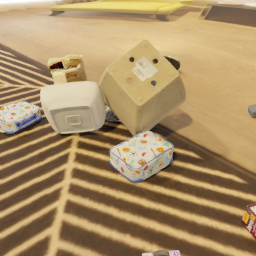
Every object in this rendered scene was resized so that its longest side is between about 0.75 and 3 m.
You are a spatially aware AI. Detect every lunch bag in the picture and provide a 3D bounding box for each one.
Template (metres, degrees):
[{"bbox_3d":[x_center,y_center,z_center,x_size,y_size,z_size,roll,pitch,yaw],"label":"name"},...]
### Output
[{"bbox_3d":[-4.686,-0.444,11.792,1.498,0.706,1.869,20,37,25],"label":"lunch bag"},{"bbox_3d":[0.474,0.888,9.626,2.062,0.779,1.652,-25,38,-32],"label":"lunch bag"}]

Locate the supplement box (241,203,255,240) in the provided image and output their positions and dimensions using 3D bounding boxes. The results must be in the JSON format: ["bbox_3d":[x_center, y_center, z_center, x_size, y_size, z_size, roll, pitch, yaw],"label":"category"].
[{"bbox_3d":[3.510,2.561,7.042,0.528,0.680,1.233,-10,34,-16],"label":"supplement box"}]

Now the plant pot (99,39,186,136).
[{"bbox_3d":[0.501,-1.595,10.359,2.658,2.353,2.654,-39,78,-7],"label":"plant pot"}]

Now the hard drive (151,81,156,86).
[{"bbox_3d":[1.863,-2.338,15.200,0.924,0.218,1.323,-10,34,-16],"label":"hard drive"}]

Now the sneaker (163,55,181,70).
[{"bbox_3d":[1.999,-4.276,17.457,2.835,1.070,1.631,11,36,20],"label":"sneaker"}]

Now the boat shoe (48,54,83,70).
[{"bbox_3d":[-2.322,-2.372,10.382,1.329,0.492,0.441,-9,53,4],"label":"boat shoe"}]

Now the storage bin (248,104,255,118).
[{"bbox_3d":[5.732,-0.795,12.514,0.547,0.592,0.814,-7,32,8],"label":"storage bin"}]

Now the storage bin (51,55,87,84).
[{"bbox_3d":[-2.246,-1.518,11.611,1.123,2.397,2.380,-9,27,-2],"label":"storage bin"}]

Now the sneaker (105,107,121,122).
[{"bbox_3d":[0.018,-0.552,11.857,2.136,0.798,0.876,-4,36,-4],"label":"sneaker"}]

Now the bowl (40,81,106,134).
[{"bbox_3d":[-2.047,-0.596,10.694,2.336,2.339,0.873,-5,53,0],"label":"bowl"}]

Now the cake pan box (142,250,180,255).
[{"bbox_3d":[0.823,3.271,6.334,0.917,0.260,0.995,-1,32,-5],"label":"cake pan box"}]
